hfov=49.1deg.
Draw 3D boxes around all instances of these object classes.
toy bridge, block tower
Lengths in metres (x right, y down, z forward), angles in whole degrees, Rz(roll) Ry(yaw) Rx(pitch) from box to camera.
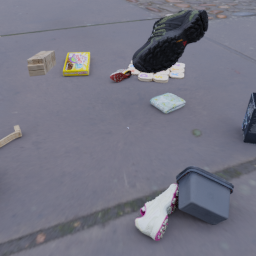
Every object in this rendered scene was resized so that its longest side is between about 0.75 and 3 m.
[{"bbox_3d":[-4.324,0.436,8.611,2.038,0.277,0.685,-16,40,-21],"label":"toy bridge"},{"bbox_3d":[-1.451,-1.129,4.797,0.280,0.262,0.969,-6,24,-2],"label":"block tower"}]

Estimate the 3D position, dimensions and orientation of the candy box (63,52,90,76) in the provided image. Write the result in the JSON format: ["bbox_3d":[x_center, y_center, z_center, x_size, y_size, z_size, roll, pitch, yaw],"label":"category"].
[{"bbox_3d":[-2.431,-3.110,13.479,1.158,0.299,2.265,-1,36,-5],"label":"candy box"}]

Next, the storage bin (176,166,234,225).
[{"bbox_3d":[1.701,1.617,6.442,1.276,0.928,0.857,27,47,-10],"label":"storage bin"}]

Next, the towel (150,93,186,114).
[{"bbox_3d":[1.502,-0.965,10.559,1.070,0.258,0.916,-24,41,-29],"label":"towel"}]

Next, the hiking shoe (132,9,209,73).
[{"bbox_3d":[1.183,-2.836,9.105,2.915,1.104,1.467,-37,40,-11],"label":"hiking shoe"}]

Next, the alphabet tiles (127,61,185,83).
[{"bbox_3d":[1.335,-2.840,13.193,2.634,0.197,2.693,7,37,10],"label":"alphabet tiles"}]

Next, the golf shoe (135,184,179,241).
[{"bbox_3d":[0.714,1.806,6.492,0.717,0.590,1.567,14,37,24],"label":"golf shoe"}]

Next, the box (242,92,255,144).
[{"bbox_3d":[4.077,-0.280,8.708,0.703,1.313,0.974,9,37,12],"label":"box"}]

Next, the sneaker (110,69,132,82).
[{"bbox_3d":[-0.370,-2.323,12.344,0.469,0.445,1.142,25,34,37],"label":"sneaker"}]
